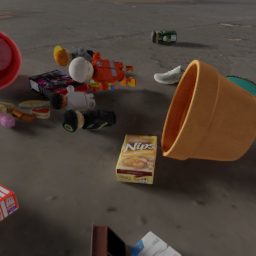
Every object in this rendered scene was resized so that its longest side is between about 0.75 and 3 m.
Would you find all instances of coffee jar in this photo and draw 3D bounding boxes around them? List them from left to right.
[{"bbox_3d":[2.418,-6.197,19.083,1.717,0.732,0.895,0,37,-2],"label":"coffee jar"}]

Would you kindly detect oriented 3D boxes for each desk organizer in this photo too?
[{"bbox_3d":[-0.327,2.601,4.934,0.680,0.633,1.766,0,32,-4],"label":"desk organizer"}]

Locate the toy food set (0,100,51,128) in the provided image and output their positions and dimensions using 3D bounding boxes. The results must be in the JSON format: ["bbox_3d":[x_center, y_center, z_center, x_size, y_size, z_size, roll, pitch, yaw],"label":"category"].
[{"bbox_3d":[-3.971,-0.501,10.254,2.479,0.390,1.576,-4,31,-21],"label":"toy food set"}]

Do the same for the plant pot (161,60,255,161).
[{"bbox_3d":[2.305,-0.261,7.885,1.960,2.800,2.800,18,33,-2],"label":"plant pot"}]

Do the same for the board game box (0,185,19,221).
[{"bbox_3d":[-3.860,1.720,6.320,2.164,0.501,1.639,16,32,29],"label":"board game box"}]

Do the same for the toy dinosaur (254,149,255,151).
[{"bbox_3d":[5.129,0.238,8.744,1.290,0.695,2.927,9,30,42],"label":"toy dinosaur"}]

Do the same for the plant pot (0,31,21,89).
[{"bbox_3d":[-6.294,-3.255,12.792,2.769,2.769,2.450,-9,22,-15],"label":"plant pot"}]

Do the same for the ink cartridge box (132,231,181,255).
[{"bbox_3d":[0.542,2.482,5.390,0.571,0.332,0.789,-28,41,-36],"label":"ink cartridge box"}]

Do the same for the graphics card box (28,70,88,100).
[{"bbox_3d":[-3.024,-1.782,12.053,1.504,0.610,2.398,-26,39,-34],"label":"graphics card box"}]

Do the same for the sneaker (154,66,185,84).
[{"bbox_3d":[2.143,-2.507,13.002,1.834,0.844,0.694,5,31,9],"label":"sneaker"}]

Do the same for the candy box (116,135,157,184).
[{"bbox_3d":[0.289,0.830,7.937,0.965,0.462,1.672,4,32,8],"label":"candy box"}]

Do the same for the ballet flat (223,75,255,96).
[{"bbox_3d":[3.861,-1.770,11.791,2.902,0.984,1.093,1,23,9],"label":"ballet flat"}]

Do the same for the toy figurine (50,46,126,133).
[{"bbox_3d":[-1.557,-1.342,9.415,1.827,2.626,2.586,-5,30,-35],"label":"toy figurine"}]

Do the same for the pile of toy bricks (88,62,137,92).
[{"bbox_3d":[-0.677,-2.078,12.009,2.126,1.180,1.050,0,35,-2],"label":"pile of toy bricks"}]
